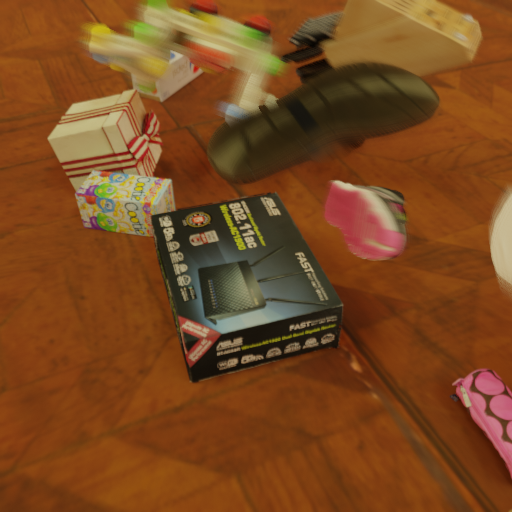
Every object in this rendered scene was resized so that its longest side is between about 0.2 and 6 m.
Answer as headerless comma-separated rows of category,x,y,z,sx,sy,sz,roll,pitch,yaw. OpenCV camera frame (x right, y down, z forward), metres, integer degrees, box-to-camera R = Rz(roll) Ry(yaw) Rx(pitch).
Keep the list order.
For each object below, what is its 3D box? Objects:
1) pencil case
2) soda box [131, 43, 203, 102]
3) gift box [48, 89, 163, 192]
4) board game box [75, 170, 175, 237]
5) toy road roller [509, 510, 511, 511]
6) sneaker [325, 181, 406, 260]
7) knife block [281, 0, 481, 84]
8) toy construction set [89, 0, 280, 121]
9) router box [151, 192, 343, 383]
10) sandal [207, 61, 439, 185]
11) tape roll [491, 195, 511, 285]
pencil case,3.282,2.271,7.474,0.722,0.699,1.541,20,27,-33
soda box,-2.381,-5.481,16.145,0.958,0.895,2.812,18,44,20
gift box,-2.966,-2.300,11.922,1.796,1.923,1.775,-8,45,14
board game box,-2.543,-1.022,11.064,1.659,0.870,0.855,8,43,10
toy road roller,2.729,3.515,5.864,1.599,0.982,1.167,-27,60,-20
sneaker,1.301,-0.407,5.927,0.765,0.645,1.750,4,17,-10
knife block,2.063,-3.542,10.263,3.059,2.685,0.979,29,53,5
toy construction set,-1.012,-3.637,10.540,3.655,1.684,2.397,31,54,-2
router box,-0.292,0.349,9.399,2.420,1.003,3.230,-12,43,-13
sandal,0.879,-1.645,7.454,3.099,0.846,1.266,-26,64,-6
tape roll,3.095,-0.276,5.336,0.576,1.647,1.647,32,39,-17
